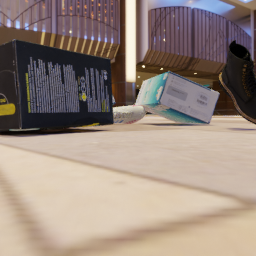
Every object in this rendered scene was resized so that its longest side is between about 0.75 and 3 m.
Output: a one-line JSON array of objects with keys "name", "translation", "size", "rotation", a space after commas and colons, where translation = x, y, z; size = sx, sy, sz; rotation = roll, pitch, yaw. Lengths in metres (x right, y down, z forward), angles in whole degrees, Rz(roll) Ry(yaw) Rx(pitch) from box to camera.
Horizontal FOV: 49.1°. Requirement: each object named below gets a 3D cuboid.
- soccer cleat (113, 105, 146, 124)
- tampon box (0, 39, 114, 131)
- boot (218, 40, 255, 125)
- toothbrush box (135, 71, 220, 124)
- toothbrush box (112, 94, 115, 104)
[{"name": "soccer cleat", "translation": [-0.296, -0.421, 9.610], "size": [1.783, 0.623, 0.770], "rotation": [-6, -2, 20]}, {"name": "tampon box", "translation": [-1.674, -0.694, 5.703], "size": [1.725, 1.453, 2.302], "rotation": [-3, 1, 38]}, {"name": "boot", "translation": [2.705, -0.942, 6.175], "size": [0.709, 1.830, 1.266], "rotation": [-32, -30, -9]}, {"name": "toothbrush box", "translation": [1.532, -0.930, 9.520], "size": [1.843, 1.074, 2.518], "rotation": [20, -4, -14]}, {"name": "toothbrush box", "translation": [-2.029, -0.983, 9.979], "size": [2.518, 1.074, 1.843], "rotation": [2, 26, 43]}]
